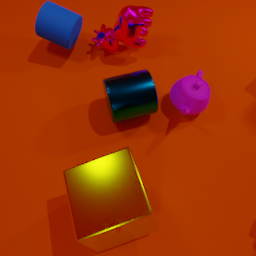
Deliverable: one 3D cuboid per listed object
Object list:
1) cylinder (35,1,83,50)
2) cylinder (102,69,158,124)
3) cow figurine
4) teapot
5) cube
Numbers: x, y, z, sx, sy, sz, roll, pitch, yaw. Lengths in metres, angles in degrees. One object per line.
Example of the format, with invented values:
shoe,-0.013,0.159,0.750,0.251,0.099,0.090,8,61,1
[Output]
cylinder,-1.864,-2.780,7.625,0.970,0.970,0.970,24,65,-3
cylinder,0.044,-0.782,6.931,1.127,1.127,1.127,-15,64,-7
cow figurine,-0.198,-2.706,7.665,1.562,1.588,0.871,10,63,-3
teapot,1.604,-0.851,7.059,1.035,0.815,1.664,27,57,0
cube,-0.299,1.439,5.512,1.370,1.370,1.370,-20,58,-1
